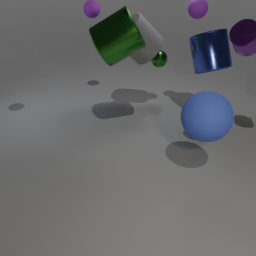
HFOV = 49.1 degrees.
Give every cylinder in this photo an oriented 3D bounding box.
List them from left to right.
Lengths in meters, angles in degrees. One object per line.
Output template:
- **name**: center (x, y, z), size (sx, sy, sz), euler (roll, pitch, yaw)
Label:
- **cylinder**: center (-0.326, -2.957, 9.123), size (1.400, 1.400, 1.400), euler (-27, 28, 12)
- **cylinder**: center (0.414, -3.438, 10.863), size (1.400, 1.400, 1.400), euler (-34, 36, 29)
- **cylinder**: center (3.116, -2.862, 10.578), size (1.400, 1.400, 1.400), euler (-12, 10, 2)
- **cylinder**: center (2.933, -2.225, 6.948), size (0.700, 0.700, 0.700), euler (21, 4, 31)

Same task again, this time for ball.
- **ball**: center (-1.477, -4.849, 11.420), size (0.700, 0.700, 0.700), euler (0, 30, 0)
- **ball**: center (1.293, -2.869, 11.628), size (0.700, 0.700, 0.700), euler (0, 30, 0)
- **ball**: center (2.492, -4.263, 9.986), size (0.700, 0.700, 0.700), euler (0, 30, 0)
- **ball**: center (2.159, -0.312, 7.677), size (1.400, 1.400, 1.400), euler (0, 30, 0)
